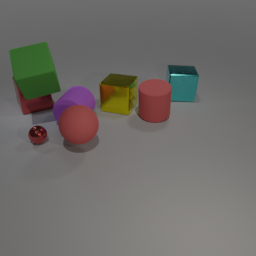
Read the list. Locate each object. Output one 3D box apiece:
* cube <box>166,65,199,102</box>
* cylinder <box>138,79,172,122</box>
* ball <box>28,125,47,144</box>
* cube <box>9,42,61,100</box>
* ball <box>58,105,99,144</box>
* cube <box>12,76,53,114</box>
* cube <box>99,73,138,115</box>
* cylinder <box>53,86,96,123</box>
[{"bbox_3d":[2.668,-2.261,14.105,1.400,1.400,1.400,3,31,1],"label":"cube"},{"bbox_3d":[1.158,-1.193,12.170,1.400,1.400,1.400,-2,39,2],"label":"cylinder"},{"bbox_3d":[-3.418,0.253,10.615,0.700,0.700,0.700,0,31,0],"label":"ball"},{"bbox_3d":[-3.473,-2.130,10.564,1.400,1.400,1.400,-16,67,-9],"label":"cube"},{"bbox_3d":[-1.735,-0.120,9.885,1.400,1.400,1.400,0,31,0],"label":"ball"},{"bbox_3d":[-4.462,-1.665,13.148,1.400,1.400,1.400,-15,34,-24],"label":"cube"},{"bbox_3d":[-0.405,-1.604,13.049,1.400,1.400,1.400,9,32,15],"label":"cube"},{"bbox_3d":[-2.240,-0.885,11.839,1.400,1.400,1.400,6,32,10],"label":"cylinder"}]
